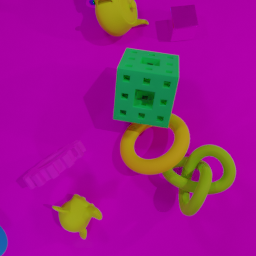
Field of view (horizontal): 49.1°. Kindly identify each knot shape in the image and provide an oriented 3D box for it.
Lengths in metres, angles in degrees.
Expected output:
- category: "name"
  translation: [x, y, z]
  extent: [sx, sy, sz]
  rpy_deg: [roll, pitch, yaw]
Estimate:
- category: "knot shape"
  translation: [1.588, 1.156, 6.972]
  extent: [1.783, 0.824, 1.669]
  rpy_deg: [-51, 38, -8]

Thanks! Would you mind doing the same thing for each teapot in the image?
- category: "teapot"
  translation: [-0.199, -3.276, 7.877]
  extent: [1.024, 2.091, 1.300]
  rpy_deg: [-6, 81, 34]

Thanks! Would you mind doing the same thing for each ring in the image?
- category: "ring"
  translation: [0.664, 0.347, 7.251]
  extent: [1.864, 0.373, 1.864]
  rpy_deg: [-14, 49, 17]

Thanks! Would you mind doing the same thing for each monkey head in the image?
- category: "monkey head"
  translation: [-1.187, 2.187, 6.887]
  extent: [1.009, 1.403, 0.845]
  rpy_deg: [11, 50, 45]

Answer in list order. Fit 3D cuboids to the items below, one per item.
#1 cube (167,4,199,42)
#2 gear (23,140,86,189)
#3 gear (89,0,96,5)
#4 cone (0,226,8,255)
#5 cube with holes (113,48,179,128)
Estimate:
- category: "cube"
  translation: [1.595, -3.075, 8.246]
  extent: [0.722, 0.722, 0.722]
  rpy_deg: [-7, 78, -1]
- category: "gear"
  translation: [-1.755, 0.850, 6.746]
  extent: [1.576, 1.576, 0.291]
  rpy_deg: [-33, 101, -7]
- category: "gear"
  translation: [-0.662, -4.107, 8.196]
  extent: [1.255, 1.255, 0.232]
  rpy_deg: [-48, 40, -9]
- category: "cone"
  translation: [-3.587, 2.860, 6.446]
  extent: [1.096, 1.096, 1.100]
  rpy_deg: [45, 102, 9]
- category: "cube with holes"
  translation: [0.463, -1.027, 6.995]
  extent: [1.358, 1.358, 1.358]
  rpy_deg: [9, 35, 4]
